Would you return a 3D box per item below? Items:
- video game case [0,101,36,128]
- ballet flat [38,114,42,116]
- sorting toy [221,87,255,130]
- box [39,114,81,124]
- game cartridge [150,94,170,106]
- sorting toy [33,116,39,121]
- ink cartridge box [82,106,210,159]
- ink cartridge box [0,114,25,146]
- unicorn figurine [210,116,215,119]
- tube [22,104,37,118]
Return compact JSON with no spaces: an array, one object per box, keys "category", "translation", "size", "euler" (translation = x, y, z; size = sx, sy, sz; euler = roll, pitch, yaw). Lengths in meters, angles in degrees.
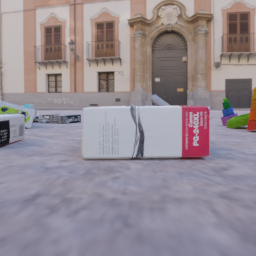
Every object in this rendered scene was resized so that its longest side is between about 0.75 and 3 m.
[{"category":"video game case","translation":[-4.239,-0.595,8.419],"size":[2.314,0.580,2.553],"euler":[17,-5,-29]},{"category":"ballet flat","translation":[-4.213,-0.528,13.329],"size":[0.836,0.266,0.282],"euler":[0,4,1]},{"category":"sorting toy","translation":[3.266,-0.583,7.859],"size":[1.038,1.031,2.992],"euler":[-17,3,-1]},{"category":"box","translation":[-2.619,-0.364,10.782],"size":[1.270,0.316,1.002],"euler":[3,6,29]},{"category":"game cartridge","translation":[1.642,-0.744,11.161],"size":[1.216,0.379,1.826],"euler":[44,11,21]},{"category":"sorting toy","translation":[-3.926,-0.368,11.357],"size":[1.345,0.242,1.805],"euler":[1,5,14]},{"category":"ink cartridge box","translation":[0.187,0.017,3.745],"size":[1.508,0.629,1.095],"euler":[0,4,-2]},{"category":"ink cartridge box","translation":[-3.380,0.016,4.532],"size":[2.975,0.552,1.409],"euler":[2,5,-1]},{"category":"unicorn figurine","translation":[2.218,-0.297,9.333],"size":[1.042,0.385,0.716],"euler":[-14,38,-28]},{"category":"tube","translation":[-4.644,-0.527,10.759],"size":[2.181,0.550,0.845],"euler":[-6,-7,8]}]
